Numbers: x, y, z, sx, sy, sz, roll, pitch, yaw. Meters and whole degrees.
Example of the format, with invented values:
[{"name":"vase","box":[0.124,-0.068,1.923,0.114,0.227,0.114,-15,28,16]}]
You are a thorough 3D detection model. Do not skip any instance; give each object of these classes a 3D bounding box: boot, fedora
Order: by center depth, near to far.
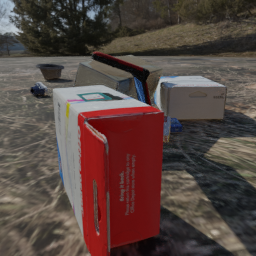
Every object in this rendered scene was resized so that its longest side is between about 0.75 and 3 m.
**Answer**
[{"name":"boot","box":[-4.262,-1.836,12.967,0.644,0.519,1.426,-6,18,-35]},{"name":"fedora","box":[-5.052,-3.667,18.301,1.927,0.870,1.705,12,22,29]}]

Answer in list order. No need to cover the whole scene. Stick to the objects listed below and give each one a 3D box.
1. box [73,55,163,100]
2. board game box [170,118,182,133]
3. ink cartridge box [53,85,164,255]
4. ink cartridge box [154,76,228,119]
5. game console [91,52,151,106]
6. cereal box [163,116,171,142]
[{"name":"box","box":[-0.216,-1.361,8.543,1.399,1.146,2.947,28,29,18]},{"name":"board game box","box":[1.000,-0.087,7.892,0.894,0.194,0.890,-1,16,-2]},{"name":"ink cartridge box","box":[-0.327,0.411,3.839,0.946,1.635,2.814,-7,19,-21]},{"name":"ink cartridge box","box":[2.015,-1.118,9.714,1.861,1.074,2.565,-1,17,-3]},{"name":"game console","box":[-0.139,-0.949,6.515,1.721,1.185,1.997,17,12,-10]},{"name":"cereal box","box":[0.475,-0.017,7.209,1.210,0.239,0.871,2,36,9]}]
